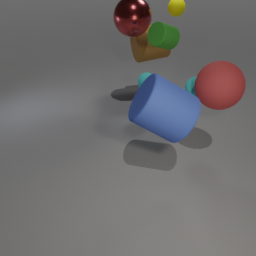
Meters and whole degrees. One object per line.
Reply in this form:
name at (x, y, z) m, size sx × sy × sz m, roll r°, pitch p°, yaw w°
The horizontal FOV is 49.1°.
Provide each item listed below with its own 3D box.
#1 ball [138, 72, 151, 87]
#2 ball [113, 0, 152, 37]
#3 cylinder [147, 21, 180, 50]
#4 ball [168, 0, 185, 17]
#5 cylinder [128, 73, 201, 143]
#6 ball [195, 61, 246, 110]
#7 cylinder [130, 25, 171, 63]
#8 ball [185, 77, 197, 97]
ball at (0.720, -1.773, 10.740) m, size 0.700 × 0.700 × 0.700 m, roll 0°, pitch 30°, yaw 0°
ball at (0.165, -4.059, 10.235) m, size 1.400 × 1.400 × 1.400 m, roll 0°, pitch 30°, yaw 0°
cylinder at (1.057, -2.729, 8.312) m, size 0.700 × 0.700 × 0.700 m, roll -3°, pitch 25°, yaw -43°
ball at (1.948, -4.849, 11.245) m, size 0.700 × 0.700 × 0.700 m, roll 0°, pitch 30°, yaw 0°
cylinder at (0.939, -0.509, 7.420) m, size 1.400 × 1.400 × 1.400 m, roll 27°, pitch 26°, yaw -16°
ball at (2.641, -1.224, 8.089) m, size 1.400 × 1.400 × 1.400 m, roll 0°, pitch 30°, yaw 0°
cylinder at (0.935, -3.590, 11.835) m, size 1.400 × 1.400 × 1.400 m, roll -13°, pitch 32°, yaw -8°
ball at (2.206, -1.311, 9.064) m, size 0.700 × 0.700 × 0.700 m, roll 0°, pitch 30°, yaw 0°
